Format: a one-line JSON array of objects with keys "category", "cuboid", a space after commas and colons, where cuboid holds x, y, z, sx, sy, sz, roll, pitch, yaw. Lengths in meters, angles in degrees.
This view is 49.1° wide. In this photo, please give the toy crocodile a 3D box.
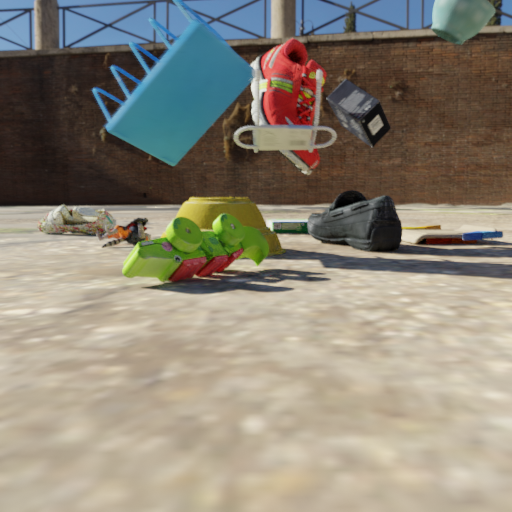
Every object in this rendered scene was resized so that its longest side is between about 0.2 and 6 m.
[{"category": "toy crocodile", "cuboid": [-0.682, -0.029, 6.848, 0.735, 0.672, 2.178, -44, -19, 31]}]

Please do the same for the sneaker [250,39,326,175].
[{"category": "sneaker", "cuboid": [0.770, -3.224, 11.368, 1.516, 3.570, 1.375, -31, -39, 26]}]

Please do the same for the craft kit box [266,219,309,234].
[{"category": "craft kit box", "cuboid": [1.114, -0.787, 14.811, 1.566, 0.380, 1.546, 0, 9, -4]}]

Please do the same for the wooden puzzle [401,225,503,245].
[{"category": "wooden puzzle", "cuboid": [3.908, -0.418, 11.815, 1.838, 0.319, 2.725, -4, 6, 3]}]

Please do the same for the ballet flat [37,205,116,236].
[{"category": "ballet flat", "cuboid": [-4.491, -0.943, 13.844, 2.157, 0.690, 0.816, 1, 48, 12]}]

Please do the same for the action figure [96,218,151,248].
[{"category": "action figure", "cuboid": [-2.547, -0.337, 10.887, 1.036, 0.560, 1.071, 4, -24, -32]}]

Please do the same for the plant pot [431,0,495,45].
[{"category": "plant pot", "cuboid": [3.651, -4.318, 10.182, 1.076, 0.721, 1.076, 26, 16, -8]}]

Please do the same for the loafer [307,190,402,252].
[{"category": "loafer", "cuboid": [1.860, -0.742, 10.973, 1.044, 1.079, 3.074, -2, 7, -17]}]

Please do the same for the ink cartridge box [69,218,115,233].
[{"category": "ink cartridge box", "cuboid": [-4.369, -0.824, 14.844, 1.151, 0.391, 0.668, -3, 7, -24]}]

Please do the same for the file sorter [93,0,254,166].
[{"category": "file sorter", "cuboid": [-1.489, -3.048, 9.745, 1.576, 2.272, 1.394, 23, 28, -51]}]

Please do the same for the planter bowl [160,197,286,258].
[{"category": "planter bowl", "cuboid": [-0.637, -0.547, 9.813, 2.329, 0.970, 2.329, 0, 6, 0]}]

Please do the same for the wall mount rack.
[{"category": "wall mount rack", "cuboid": [0.428, -2.044, 8.185, 1.514, 0.565, 1.316, -1, -28, -3]}]

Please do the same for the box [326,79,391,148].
[{"category": "box", "cuboid": [2.331, -3.224, 12.693, 1.126, 0.661, 1.108, 46, 3, 34]}]
